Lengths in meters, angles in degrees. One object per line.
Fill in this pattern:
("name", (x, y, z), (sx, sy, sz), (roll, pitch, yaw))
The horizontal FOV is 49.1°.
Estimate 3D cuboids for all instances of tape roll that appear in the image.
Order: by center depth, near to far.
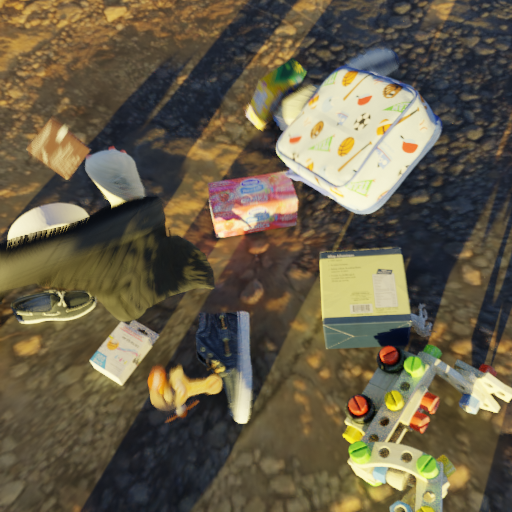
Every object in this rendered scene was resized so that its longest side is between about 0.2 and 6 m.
("tape roll", (-3.830, -0.267, 10.667), (1.584, 1.584, 0.554), (-25, 60, -15))

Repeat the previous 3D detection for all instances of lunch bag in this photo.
("lunch bag", (1.772, -2.225, 10.726), (2.500, 1.179, 3.120), (-53, 34, 7))

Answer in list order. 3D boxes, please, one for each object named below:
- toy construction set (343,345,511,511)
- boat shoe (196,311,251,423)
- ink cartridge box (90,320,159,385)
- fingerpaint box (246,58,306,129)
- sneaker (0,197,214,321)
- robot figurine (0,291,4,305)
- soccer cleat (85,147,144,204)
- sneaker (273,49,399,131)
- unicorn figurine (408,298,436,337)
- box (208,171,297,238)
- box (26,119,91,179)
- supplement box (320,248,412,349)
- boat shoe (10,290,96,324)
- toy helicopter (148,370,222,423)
("toy construction set", (2.646, 2.611, 8.856), (2.126, 1.494, 3.242), (20, 48, 40))
("boat shoe", (-0.588, 1.905, 9.761), (0.946, 0.737, 2.083), (1, 50, -6))
("ink cartridge box", (-2.359, 1.659, 10.128), (0.654, 0.385, 1.136), (27, 61, 16))
("fingerpaint box", (0.450, -3.736, 12.983), (1.136, 1.362, 0.499), (-41, 83, -24))
("sneaker", (-2.392, 0.310, 9.233), (1.173, 2.038, 3.907), (9, 27, 40))
("robot figurine", (-5.361, 1.145, 10.374), (1.312, 0.527, 1.810), (-14, 58, -11))
("soccer cleat", (-2.422, -1.244, 10.140), (0.781, 2.255, 0.875), (-20, 78, -2))
("sneaker", (2.035, -3.515, 12.959), (3.234, 1.246, 1.378), (-33, 92, -4))
("unicorn figurine", (2.968, 1.165, 10.497), (0.980, 0.362, 0.673), (8, 52, 28))
("box", (-0.075, -1.074, 11.602), (1.727, 0.818, 0.886), (-9, 52, -6))
("box", (-3.477, -1.889, 9.948), (0.830, 0.682, 0.689), (38, 90, -19))
("supplement box", (1.952, 0.775, 10.203), (1.511, 1.014, 1.509), (-3, 56, 8))
("boat shoe", (-3.811, 0.918, 10.559), (1.523, 0.459, 0.576), (-15, 58, -9))
("toy helicopter", (-1.141, 2.255, 9.180), (1.224, 0.483, 0.809), (-12, 74, 9))
